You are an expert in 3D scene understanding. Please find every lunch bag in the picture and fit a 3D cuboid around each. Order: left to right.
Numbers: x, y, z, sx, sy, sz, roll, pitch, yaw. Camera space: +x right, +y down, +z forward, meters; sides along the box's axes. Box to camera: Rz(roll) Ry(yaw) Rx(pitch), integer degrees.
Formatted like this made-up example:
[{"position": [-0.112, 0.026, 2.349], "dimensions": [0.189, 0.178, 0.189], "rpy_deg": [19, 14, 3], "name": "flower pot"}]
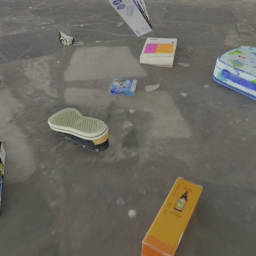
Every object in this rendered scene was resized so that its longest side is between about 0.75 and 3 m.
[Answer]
[{"position": [4.622, -1.990, 10.239], "dimensions": [2.123, 1.089, 2.641], "rpy_deg": [-32, 50, -33], "name": "lunch bag"}]

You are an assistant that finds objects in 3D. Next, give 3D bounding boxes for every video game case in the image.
[{"position": [-0.163, -1.541, 10.409], "dimensions": [0.879, 0.200, 0.797], "rpy_deg": [6, 40, 7], "name": "video game case"}]

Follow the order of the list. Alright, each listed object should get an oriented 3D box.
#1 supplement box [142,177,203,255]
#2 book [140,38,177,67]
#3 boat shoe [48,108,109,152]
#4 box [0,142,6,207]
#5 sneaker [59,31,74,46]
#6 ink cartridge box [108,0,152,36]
[{"position": [0.985, 1.968, 6.057], "dimensions": [0.628, 0.649, 1.887], "rpy_deg": [21, 47, 22], "name": "supplement box"}, {"position": [1.380, -3.458, 12.427], "dimensions": [1.402, 0.504, 2.098], "rpy_deg": [7, 41, 11], "name": "book"}, {"position": [-1.474, 0.050, 8.154], "dimensions": [2.596, 0.808, 0.969], "rpy_deg": [19, 48, 42], "name": "boat shoe"}, {"position": [-4.221, 1.377, 6.816], "dimensions": [2.180, 0.542, 2.164], "rpy_deg": [-10, 41, -10], "name": "box"}, {"position": [-2.954, -4.312, 13.528], "dimensions": [0.609, 0.399, 1.058], "rpy_deg": [-10, 49, -25], "name": "sneaker"}, {"position": [-0.001, -3.624, 7.900], "dimensions": [0.559, 2.530, 1.189], "rpy_deg": [-18, 82, 17], "name": "ink cartridge box"}]
